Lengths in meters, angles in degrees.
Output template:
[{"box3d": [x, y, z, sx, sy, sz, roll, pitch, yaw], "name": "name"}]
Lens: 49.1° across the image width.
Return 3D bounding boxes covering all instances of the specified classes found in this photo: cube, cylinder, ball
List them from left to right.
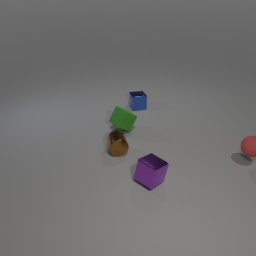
[{"box3d": [-0.371, 0.544, 9.980, 0.700, 0.700, 0.700, -5, 30, -9], "name": "cylinder"}, {"box3d": [-0.199, -0.369, 11.222, 0.700, 0.700, 0.700, 18, 12, -43], "name": "cube"}, {"box3d": [0.465, -1.294, 13.277, 0.700, 0.700, 0.700, -7, 30, -12], "name": "cube"}, {"box3d": [0.702, 1.288, 8.483, 0.700, 0.700, 0.700, 29, 29, 33], "name": "cube"}, {"box3d": [4.014, 0.591, 9.053, 0.700, 0.700, 0.700, 0, 29, 0], "name": "ball"}]
